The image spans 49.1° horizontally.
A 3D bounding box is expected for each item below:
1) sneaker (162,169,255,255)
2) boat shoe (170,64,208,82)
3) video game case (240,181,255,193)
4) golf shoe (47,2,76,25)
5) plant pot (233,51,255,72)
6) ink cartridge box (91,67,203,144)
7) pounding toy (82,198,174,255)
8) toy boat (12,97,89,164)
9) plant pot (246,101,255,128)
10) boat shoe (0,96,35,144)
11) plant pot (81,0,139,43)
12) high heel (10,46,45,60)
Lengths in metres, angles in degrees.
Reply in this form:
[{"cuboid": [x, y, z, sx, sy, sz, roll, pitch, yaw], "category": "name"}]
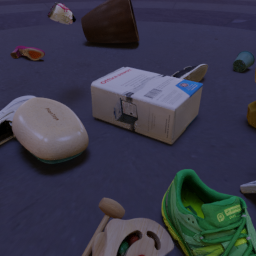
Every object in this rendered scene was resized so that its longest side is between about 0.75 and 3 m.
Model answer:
[{"cuboid": [1.388, 1.679, 4.082, 1.058, 1.193, 2.856, -15, 35, -24], "category": "sneaker"}, {"cuboid": [2.269, -1.978, 10.499, 1.959, 0.724, 0.591, -34, 50, -31], "category": "boat shoe"}, {"cuboid": [3.238, 0.931, 5.200, 1.542, 0.198, 1.696, -10, -11, -16], "category": "video game case"}, {"cuboid": [-1.909, -3.356, 8.287, 0.628, 0.495, 1.364, 35, 23, -9], "category": "golf shoe"}, {"cuboid": [4.796, -2.748, 11.746, 0.751, 0.751, 0.736, 23, 47, 33], "category": "plant pot"}, {"cuboid": [0.535, -0.803, 8.132, 2.642, 1.135, 1.935, 18, 35, 28], "category": "ink cartridge box"}, {"cuboid": [-0.054, 2.046, 4.178, 1.107, 1.110, 1.935, 24, 39, -15], "category": "pounding toy"}, {"cuboid": [-2.389, 0.223, 6.611, 2.631, 1.223, 2.212, -14, 42, -32], "category": "toy boat"}, {"cuboid": [3.793, -0.392, 7.911, 0.756, 0.739, 0.734, 1, 31, 11], "category": "plant pot"}, {"cuboid": [-3.105, -0.109, 7.361, 0.760, 0.832, 2.313, 26, 40, 26], "category": "boat shoe"}, {"cuboid": [-1.006, -5.626, 15.021, 2.743, 2.563, 2.563, -12, 31, 9], "category": "plant pot"}, {"cuboid": [-4.564, -3.627, 13.203, 1.870, 0.630, 0.897, 0, 40, 24], "category": "high heel"}]
